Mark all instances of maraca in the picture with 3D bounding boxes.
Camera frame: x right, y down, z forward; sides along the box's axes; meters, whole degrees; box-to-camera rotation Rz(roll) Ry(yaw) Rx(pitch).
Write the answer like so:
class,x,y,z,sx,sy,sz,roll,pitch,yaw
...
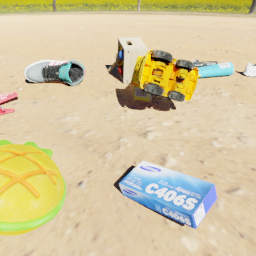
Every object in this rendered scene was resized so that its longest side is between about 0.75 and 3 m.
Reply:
class,x,y,z,sx,sy,sz,roll,pitch,yaw
maraca,-2.229,0.971,5.589,1.902,1.484,2.774,9,24,-24

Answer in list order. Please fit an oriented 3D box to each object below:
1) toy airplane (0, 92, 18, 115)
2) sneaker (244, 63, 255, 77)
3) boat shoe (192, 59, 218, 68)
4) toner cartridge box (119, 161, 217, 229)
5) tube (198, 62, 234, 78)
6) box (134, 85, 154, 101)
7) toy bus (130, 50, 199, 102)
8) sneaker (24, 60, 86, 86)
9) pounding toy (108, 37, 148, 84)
class,x,y,z,sx,sy,sz,roll,pitch,yaw
toy airplane,-4.818,-0.865,10.273,1.921,0.353,1.921,0,28,0
sneaker,6.522,-2.841,13.678,1.568,0.683,0.584,5,28,7
boat shoe,3.655,-3.286,14.595,1.983,0.598,0.750,7,29,13
toner cartridge box,0.771,1.280,5.741,1.829,0.395,0.869,13,39,42
tube,3.828,-2.744,13.649,2.531,0.638,0.980,-8,18,-5
box,0.970,-2.131,11.974,0.699,1.050,2.790,7,30,16
toy bus,1.093,-1.739,9.686,2.027,1.376,1.946,13,3,-22
sneaker,-3.104,-2.452,12.541,2.765,1.156,1.670,-13,21,-25
pounding toy,-0.096,-3.174,13.291,1.477,1.913,2.078,-5,37,-11
